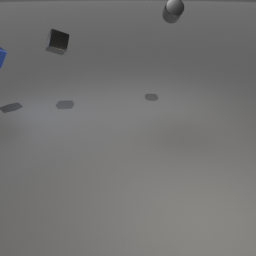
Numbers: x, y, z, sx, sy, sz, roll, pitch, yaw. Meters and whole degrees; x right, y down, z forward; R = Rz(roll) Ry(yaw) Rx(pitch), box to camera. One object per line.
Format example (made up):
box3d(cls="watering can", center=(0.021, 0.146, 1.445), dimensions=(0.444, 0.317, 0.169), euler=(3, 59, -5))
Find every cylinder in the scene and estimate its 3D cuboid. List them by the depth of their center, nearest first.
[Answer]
box3d(cls="cylinder", center=(1.709, -4.445, 10.645), dimensions=(0.700, 0.700, 0.700), euler=(-2, -1, -4))

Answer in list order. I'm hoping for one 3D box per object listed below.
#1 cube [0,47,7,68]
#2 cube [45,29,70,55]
box3d(cls="cube", center=(-5.258, -2.838, 10.825), dimensions=(0.700, 0.700, 0.700), euler=(36, 15, 35))
box3d(cls="cube", center=(-2.709, -3.277, 10.738), dimensions=(0.700, 0.700, 0.700), euler=(11, -3, -25))
